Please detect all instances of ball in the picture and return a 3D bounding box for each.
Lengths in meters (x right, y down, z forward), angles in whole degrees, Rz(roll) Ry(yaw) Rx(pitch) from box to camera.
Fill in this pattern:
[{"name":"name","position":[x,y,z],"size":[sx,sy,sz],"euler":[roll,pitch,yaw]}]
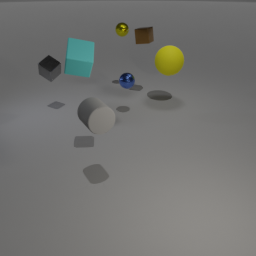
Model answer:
[{"name":"ball","position":[-0.301,-5.049,14.377],"size":[0.700,0.700,0.700],"euler":[0,28,0]},{"name":"ball","position":[-0.045,-2.062,12.220],"size":[0.700,0.700,0.700],"euler":[0,28,0]},{"name":"ball","position":[1.981,-3.227,13.446],"size":[1.400,1.400,1.400],"euler":[0,28,0]}]

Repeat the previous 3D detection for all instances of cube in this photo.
[{"name":"cube","position":[-3.405,-2.590,12.207],"size":[0.700,0.700,0.700],"euler":[33,58,7]},{"name":"cube","position":[0.791,-4.486,13.573],"size":[0.700,0.700,0.700],"euler":[5,26,25]},{"name":"cube","position":[-1.324,-1.893,7.583],"size":[0.700,0.700,0.700],"euler":[6,63,-15]}]

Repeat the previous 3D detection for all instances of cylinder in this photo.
[{"name":"cylinder","position":[-0.761,-0.297,6.671],"size":[0.700,0.700,0.700],"euler":[-15,32,-26]}]
